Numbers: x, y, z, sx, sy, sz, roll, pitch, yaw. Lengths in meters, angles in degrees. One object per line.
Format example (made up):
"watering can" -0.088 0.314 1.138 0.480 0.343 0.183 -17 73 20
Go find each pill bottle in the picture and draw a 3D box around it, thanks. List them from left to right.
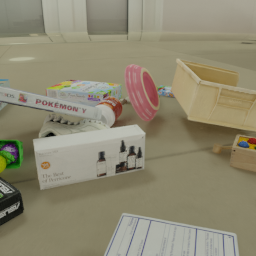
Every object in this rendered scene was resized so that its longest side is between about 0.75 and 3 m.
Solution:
"pill bottle" -0.707 -0.441 8.794 0.786 0.786 1.401 5 24 12

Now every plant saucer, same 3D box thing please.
"plant saucer" 0.530 -1.176 8.963 0.478 1.887 1.887 -17 16 23

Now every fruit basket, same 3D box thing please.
"fruit basket" -2.990 0.654 6.417 1.081 0.779 1.081 1 5 0

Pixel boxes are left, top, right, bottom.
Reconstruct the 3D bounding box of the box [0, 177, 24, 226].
"box" -3.512 1.360 4.891 2.403 0.571 2.321 18 31 34

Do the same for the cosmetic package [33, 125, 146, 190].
"cosmetic package" -0.790 0.601 6.133 2.337 0.964 0.592 -9 24 -19

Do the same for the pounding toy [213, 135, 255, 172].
"pounding toy" 2.784 0.465 6.914 1.302 0.596 1.144 12 26 25

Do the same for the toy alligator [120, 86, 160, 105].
"toy alligator" 0.576 -1.024 10.379 0.696 0.760 2.564 49 38 6

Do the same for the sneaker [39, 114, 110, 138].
"sneaker" -1.425 0.190 7.571 2.049 0.770 0.830 5 40 13

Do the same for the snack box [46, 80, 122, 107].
"snack box" -1.708 -1.388 11.162 2.484 0.658 1.766 8 24 19

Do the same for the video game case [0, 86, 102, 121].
"video game case" -2.513 -0.704 7.276 2.718 0.343 2.983 11 2 -33

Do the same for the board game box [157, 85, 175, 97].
"board game box" 1.807 -1.598 12.229 1.202 0.220 0.909 13 26 27

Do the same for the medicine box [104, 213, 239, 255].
"medicine box" 0.464 1.891 3.281 1.585 0.816 1.444 5 24 15

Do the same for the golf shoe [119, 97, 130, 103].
"golf shoe" 0.024 -1.155 11.001 0.780 0.379 0.305 1 25 6

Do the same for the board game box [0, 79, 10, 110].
"board game box" -5.647 -0.935 9.795 2.158 0.940 2.926 -1 23 -4

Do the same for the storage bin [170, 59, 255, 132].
"storage bin" 2.753 -1.049 8.475 2.441 1.152 2.459 9 24 -9
